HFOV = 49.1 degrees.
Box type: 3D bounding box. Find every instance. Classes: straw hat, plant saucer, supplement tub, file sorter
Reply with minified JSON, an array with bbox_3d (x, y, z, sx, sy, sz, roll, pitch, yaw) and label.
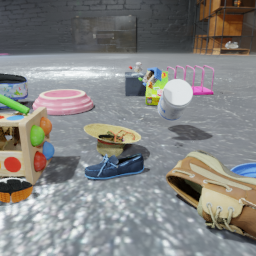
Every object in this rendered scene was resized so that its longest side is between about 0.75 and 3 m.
[{"bbox_3d":[-0.495,0.459,8.155,1.696,0.718,1.696,11,17,-3],"label":"straw hat"},{"bbox_3d":[-3.061,-1.305,13.274,2.793,0.708,2.793,0,20,0],"label":"plant saucer"},{"bbox_3d":[1.587,-0.917,9.647,0.985,0.985,1.492,0,-20,-1],"label":"supplement tub"},{"bbox_3d":[3.589,-2.851,16.471,2.439,1.529,1.695,-3,20,-8],"label":"file sorter"}]

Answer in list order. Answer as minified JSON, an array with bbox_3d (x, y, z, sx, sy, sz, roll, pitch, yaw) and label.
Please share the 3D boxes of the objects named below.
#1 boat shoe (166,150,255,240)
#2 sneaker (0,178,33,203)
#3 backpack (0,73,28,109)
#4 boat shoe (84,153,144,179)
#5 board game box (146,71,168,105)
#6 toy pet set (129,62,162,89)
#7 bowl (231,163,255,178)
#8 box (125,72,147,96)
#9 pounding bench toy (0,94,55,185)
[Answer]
[{"bbox_3d":[1.779,1.405,5.133,1.072,1.098,2.903,-24,26,-20],"label":"boat shoe"},{"bbox_3d":[-2.817,1.310,6.043,1.430,0.542,0.658,-1,5,-23],"label":"sneaker"},{"bbox_3d":[-5.855,-1.800,13.363,2.060,1.514,1.885,-6,27,-22],"label":"backpack"},{"bbox_3d":[-0.358,0.900,7.145,1.549,0.532,0.652,-8,21,-23],"label":"boat shoe"},{"bbox_3d":[1.486,-2.076,14.302,1.105,0.518,2.175,3,47,3],"label":"board game box"},{"bbox_3d":[0.651,-1.608,8.335,0.900,0.512,0.964,16,32,-51],"label":"toy pet set"},{"bbox_3d":[3.214,1.373,5.972,2.096,0.411,2.096,0,19,0],"label":"bowl"},{"bbox_3d":[0.771,-2.597,16.372,1.894,1.131,1.926,-1,21,-1],"label":"box"},{"bbox_3d":[-2.948,-0.055,6.916,1.942,2.490,1.547,0,19,2],"label":"pounding bench toy"}]
